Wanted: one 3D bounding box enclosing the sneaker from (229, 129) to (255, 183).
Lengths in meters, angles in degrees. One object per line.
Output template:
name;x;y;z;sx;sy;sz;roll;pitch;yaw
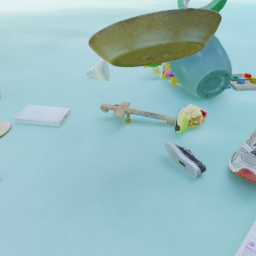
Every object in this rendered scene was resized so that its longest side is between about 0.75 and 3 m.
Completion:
sneaker;3.385;0.303;6.812;1.167;1.232;2.999;22;38;32

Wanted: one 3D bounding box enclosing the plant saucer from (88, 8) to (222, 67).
plant saucer;0.540;-1.640;5.594;2.620;0.464;2.620;-9;3;0

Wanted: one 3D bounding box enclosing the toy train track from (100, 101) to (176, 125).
toy train track;0.289;-0.354;8.816;2.377;0.387;1.363;11;25;7

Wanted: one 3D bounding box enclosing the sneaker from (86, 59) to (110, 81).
sneaker;-0.857;-1.540;7.789;0.654;0.556;1.479;-1;-1;-1

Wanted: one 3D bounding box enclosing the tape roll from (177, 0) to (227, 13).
tape roll;2.461;-4.299;9.302;1.613;0.388;1.613;-14;60;26

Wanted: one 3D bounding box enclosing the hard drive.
hard drive;-2.715;-0.413;9.013;1.495;0.199;0.986;5;31;9

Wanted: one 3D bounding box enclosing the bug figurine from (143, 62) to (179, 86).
bug figurine;1.883;-2.623;11.880;1.917;0.636;2.472;-24;49;-34

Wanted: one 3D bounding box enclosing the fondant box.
fondant box;3.116;1.944;4.497;1.974;0.797;2.736;24;39;34

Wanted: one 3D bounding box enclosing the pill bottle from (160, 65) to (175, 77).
pill bottle;1.900;-2.452;12.079;0.978;0.544;0.544;1;31;1

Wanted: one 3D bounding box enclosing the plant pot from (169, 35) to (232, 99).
plant pot;2.744;-2.080;10.144;2.081;2.081;1.670;-7;49;-12

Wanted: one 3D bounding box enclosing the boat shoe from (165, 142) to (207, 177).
boat shoe;1.406;0.699;6.894;0.421;0.455;1.233;-22;37;-25

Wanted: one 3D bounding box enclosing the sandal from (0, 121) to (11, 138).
sandal;-4.362;0.060;7.620;0.905;0.812;2.467;22;37;32

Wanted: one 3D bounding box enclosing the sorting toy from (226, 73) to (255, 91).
sorting toy;4.799;-1.999;11.510;2.576;0.351;1.450;-3;31;-6

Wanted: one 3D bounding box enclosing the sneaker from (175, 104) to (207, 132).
sneaker;1.922;-0.292;8.427;0.710;0.615;1.573;20;36;26
